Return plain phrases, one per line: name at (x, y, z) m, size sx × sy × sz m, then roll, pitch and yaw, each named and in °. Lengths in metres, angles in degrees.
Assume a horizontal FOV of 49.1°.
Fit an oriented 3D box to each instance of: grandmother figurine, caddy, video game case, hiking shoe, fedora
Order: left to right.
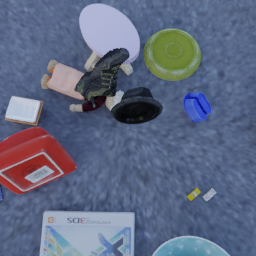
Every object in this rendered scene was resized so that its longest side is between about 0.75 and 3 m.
video game case at (-1.151, 3.837, 7.801) m, size 2.639 × 0.319 × 2.895 m, roll 1°, pitch 75°, yaw 0°
grandmother figurine at (-1.241, -1.251, 8.929) m, size 2.820 × 0.854 × 1.710 m, roll 25°, pitch 99°, yaw 3°
hiking shoe at (-0.515, -1.292, 7.177) m, size 0.908 × 1.803 × 0.683 m, roll 43°, pitch 33°, yaw -21°
fedora at (0.195, -0.600, 6.850) m, size 1.319 × 1.319 × 0.602 m, roll -2°, pitch 64°, yaw 0°
caddy at (2.069, -0.625, 8.527) m, size 0.685 × 0.508 × 0.969 m, roll -48°, pitch 112°, yaw -27°

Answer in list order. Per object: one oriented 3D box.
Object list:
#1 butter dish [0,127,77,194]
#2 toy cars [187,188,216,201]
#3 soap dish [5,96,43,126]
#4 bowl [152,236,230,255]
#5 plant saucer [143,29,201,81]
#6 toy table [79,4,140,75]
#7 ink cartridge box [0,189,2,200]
butter dish at (-2.808, 0.696, 8.025) m, size 2.029 × 2.024 × 1.500 m, roll -25°, pitch 51°, yaw -2°
toy cars at (2.215, 1.981, 8.354) m, size 0.885 × 0.196 × 0.397 m, roll 1°, pitch 76°, yaw 0°
soap dish at (-3.266, -0.527, 8.891) m, size 1.036 × 0.421 × 0.815 m, roll 10°, pitch 76°, yaw 2°
bowl at (1.618, 4.084, 7.004) m, size 2.319 × 1.213 × 2.319 m, roll -3°, pitch 39°, yaw 3°
plant saucer at (1.519, -2.572, 9.487) m, size 1.984 × 0.308 × 1.984 m, roll 0°, pitch 75°, yaw 0°
toy table at (-0.578, -2.714, 8.993) m, size 2.088 × 1.330 × 2.272 m, roll -28°, pitch 76°, yaw -7°
ink cartridge box at (-5.319, 1.363, 8.341) m, size 2.508 × 0.589 × 2.478 m, roll -19°, pitch 76°, yaw -3°
